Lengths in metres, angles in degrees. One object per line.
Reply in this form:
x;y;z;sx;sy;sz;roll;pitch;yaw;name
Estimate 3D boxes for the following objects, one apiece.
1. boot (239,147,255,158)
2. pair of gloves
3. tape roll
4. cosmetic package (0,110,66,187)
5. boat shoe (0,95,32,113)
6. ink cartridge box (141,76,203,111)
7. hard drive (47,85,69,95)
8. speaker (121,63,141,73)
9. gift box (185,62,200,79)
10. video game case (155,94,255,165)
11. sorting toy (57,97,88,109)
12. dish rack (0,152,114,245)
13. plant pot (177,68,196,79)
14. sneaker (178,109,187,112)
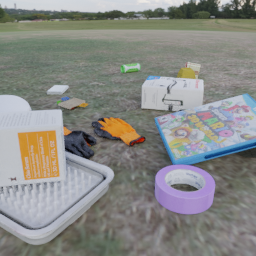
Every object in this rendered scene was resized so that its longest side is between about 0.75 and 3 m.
4.375;0.047;8.474;2.845;0.963;1.859;-1;25;3;boot
-1.042;0.210;8.908;2.611;0.323;2.326;-16;29;-30;pair of gloves
1.255;1.331;6.265;1.295;0.425;1.295;0;25;0;tape roll
-2.627;0.429;5.722;2.594;1.316;0.924;-4;26;-11;cosmetic package
-4.241;-0.364;8.972;2.881;0.977;1.034;1;48;17;boat shoe
1.904;-1.444;11.728;2.412;1.017;1.761;5;25;12;ink cartridge box
-3.448;-1.887;13.797;0.741;0.148;1.124;2;24;5;hard drive
0.166;-3.743;17.494;1.216;0.538;0.538;-13;27;-27;speaker
3.656;-3.298;16.168;0.871;0.861;0.933;13;22;7;gift box
2.391;-0.027;7.726;2.934;0.261;2.100;-15;34;-1;video game case
-2.335;-0.985;11.724;1.544;0.210;0.869;18;34;36;sorting toy
-1.994;1.305;6.083;2.864;0.624;2.458;14;27;29;dish rack
3.045;-2.674;14.645;0.874;0.894;0.868;-3;24;-5;plant pot
2.516;-0.421;9.979;0.644;0.590;1.512;-19;30;-36;sneaker
